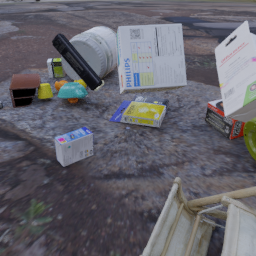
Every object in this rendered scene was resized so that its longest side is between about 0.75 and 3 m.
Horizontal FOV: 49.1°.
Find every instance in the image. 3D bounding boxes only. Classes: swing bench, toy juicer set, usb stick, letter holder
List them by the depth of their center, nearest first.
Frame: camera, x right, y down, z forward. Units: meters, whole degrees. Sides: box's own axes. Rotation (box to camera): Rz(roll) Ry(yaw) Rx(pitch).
[{"bbox_3d":[1.604,2.047,4.811,2.183,1.416,2.171,-5,25,31],"label":"swing bench"},{"bbox_3d":[-1.591,-2.055,8.836,0.560,2.020,0.329,-34,11,40],"label":"usb stick"},{"bbox_3d":[-2.082,-1.505,11.590,2.978,0.810,1.895,4,18,25],"label":"toy juicer set"},{"bbox_3d":[-4.176,-1.606,11.633,1.168,0.826,1.643,-7,32,-13],"label":"letter holder"}]

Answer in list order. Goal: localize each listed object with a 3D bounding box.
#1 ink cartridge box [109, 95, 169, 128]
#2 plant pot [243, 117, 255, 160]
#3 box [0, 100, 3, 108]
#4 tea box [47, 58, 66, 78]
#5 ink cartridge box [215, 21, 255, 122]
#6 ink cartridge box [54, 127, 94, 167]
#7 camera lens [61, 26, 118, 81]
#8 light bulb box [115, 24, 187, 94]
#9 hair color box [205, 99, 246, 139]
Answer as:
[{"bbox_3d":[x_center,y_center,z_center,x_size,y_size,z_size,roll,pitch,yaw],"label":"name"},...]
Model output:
[{"bbox_3d":[0.465,-0.706,10.528,1.870,0.439,1.848,10,32,13],"label":"ink cartridge box"},{"bbox_3d":[4.456,0.150,7.830,1.971,2.047,2.047,-16,32,-3],"label":"plant pot"},{"bbox_3d":[-5.610,-0.992,11.125,0.929,0.283,1.153,-18,35,-33],"label":"box"},{"bbox_3d":[-3.555,-3.003,13.995,0.806,0.820,0.548,-3,31,-6],"label":"tea box"},{"bbox_3d":[2.933,-1.392,6.937,0.724,1.260,2.151,12,62,-23],"label":"ink cartridge box"},{"bbox_3d":[-1.448,0.501,8.065,1.198,0.817,0.457,-20,41,-31],"label":"ink cartridge box"},{"bbox_3d":[-1.631,-3.549,13.519,2.232,2.232,2.791,10,32,16],"label":"camera lens"},{"bbox_3d":[0.664,-2.095,8.723,1.928,1.911,1.203,-5,1,-8],"label":"light bulb box"},{"bbox_3d":[4.230,-0.535,9.819,2.672,0.818,1.356,-14,34,-21],"label":"hair color box"}]
